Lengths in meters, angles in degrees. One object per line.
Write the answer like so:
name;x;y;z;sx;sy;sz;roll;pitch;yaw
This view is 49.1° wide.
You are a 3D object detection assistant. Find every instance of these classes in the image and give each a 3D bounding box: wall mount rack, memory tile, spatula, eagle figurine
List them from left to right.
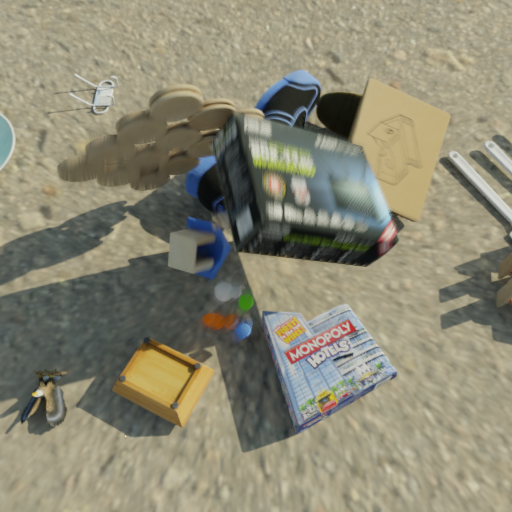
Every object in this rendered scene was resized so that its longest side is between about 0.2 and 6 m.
eagle figurine;-3.011;2.005;7.947;0.573;0.570;0.756;-3;84;46
wall mount rack;-3.270;-3.346;11.361;0.865;0.371;0.995;0;57;0
memory tile;-1.411;-1.651;8.348;2.798;2.145;0.235;-22;77;34
spatula;5.043;-1.123;10.051;2.086;0.241;3.000;-26;61;-9

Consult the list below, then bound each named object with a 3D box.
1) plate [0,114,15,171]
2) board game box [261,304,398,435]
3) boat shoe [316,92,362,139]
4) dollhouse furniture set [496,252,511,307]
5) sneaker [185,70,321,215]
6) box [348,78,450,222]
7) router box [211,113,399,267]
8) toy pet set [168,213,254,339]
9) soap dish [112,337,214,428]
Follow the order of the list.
plate;-5.679;-1.915;10.492;2.355;0.301;2.355;0;58;1
board game box;0.895;1.388;8.232;1.735;0.535;1.734;-26;62;-15
boat shoe;2.327;-2.567;10.644;2.375;0.849;0.781;17;20;20
dollhouse furniture set;4.847;0.170;8.689;1.794;0.924;1.774;13;64;7
sneaker;0.291;-1.920;10.016;1.300;1.170;3.337;36;73;21
box;2.314;-1.776;9.515;1.626;0.212;1.990;19;85;-16
router box;0.677;-0.862;7.724;2.361;0.734;1.769;6;55;-33
toy pet set;-0.488;0.128;8.702;1.646;1.763;0.936;15;17;29
soap dish;-1.337;1.752;8.030;1.194;0.485;0.939;23;60;15
